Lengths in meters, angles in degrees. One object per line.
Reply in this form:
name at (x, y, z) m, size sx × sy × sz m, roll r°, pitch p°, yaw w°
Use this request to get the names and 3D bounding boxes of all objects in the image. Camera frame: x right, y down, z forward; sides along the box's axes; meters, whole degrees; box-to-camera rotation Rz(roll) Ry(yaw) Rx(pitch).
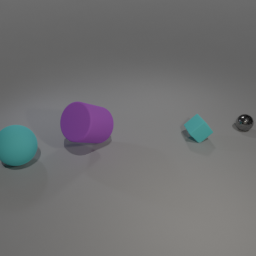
cube at (2.760, 0.020, 10.999) m, size 0.700 × 0.700 × 0.700 m, roll -42°, pitch 31°, yaw 16°
ball at (4.868, -0.228, 11.684) m, size 0.700 × 0.700 × 0.700 m, roll 0°, pitch 32°, yaw 0°
cylinder at (-1.461, -0.164, 10.115) m, size 1.400 × 1.400 × 1.400 m, roll 21°, pitch 6°, yaw 30°
ball at (-3.833, 0.591, 9.602) m, size 1.400 × 1.400 × 1.400 m, roll 0°, pitch 32°, yaw 0°
